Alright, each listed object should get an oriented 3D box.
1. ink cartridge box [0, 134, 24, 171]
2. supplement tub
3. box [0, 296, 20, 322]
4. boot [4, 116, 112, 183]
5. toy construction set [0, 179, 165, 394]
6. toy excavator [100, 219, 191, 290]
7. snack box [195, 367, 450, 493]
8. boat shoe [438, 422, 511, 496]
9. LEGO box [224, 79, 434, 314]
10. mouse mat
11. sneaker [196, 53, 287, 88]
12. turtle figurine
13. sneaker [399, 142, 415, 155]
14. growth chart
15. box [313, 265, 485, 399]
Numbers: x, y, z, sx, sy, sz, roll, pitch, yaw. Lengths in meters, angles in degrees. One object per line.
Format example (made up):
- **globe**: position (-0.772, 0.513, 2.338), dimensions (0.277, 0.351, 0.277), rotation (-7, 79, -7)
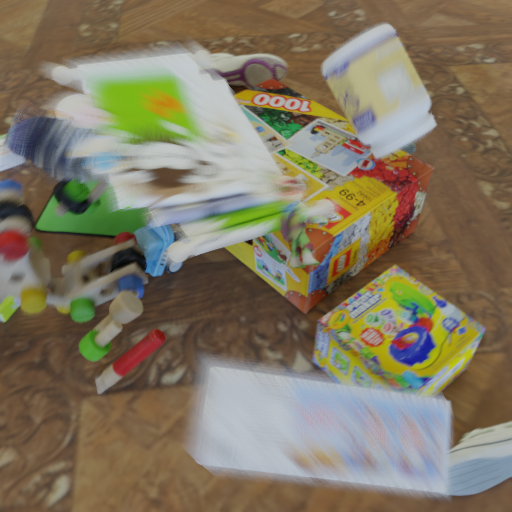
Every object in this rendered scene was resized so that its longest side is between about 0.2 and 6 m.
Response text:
- **ink cartridge box**: position (-5.392, -2.213, 11.968), dimensions (0.572, 0.330, 0.787), rotation (-27, 52, -24)
- **supplement tub**: position (1.952, -2.563, 8.852), dimensions (1.257, 1.257, 1.729), rotation (-33, 97, -28)
- **box**: position (-4.139, 0.550, 9.365), dimensions (0.654, 0.256, 1.073), rotation (17, 48, 15)
- **boot**: position (-2.767, -1.805, 9.315), dimensions (2.863, 1.293, 1.041), rotation (-4, 75, 27)
- **toy construction set**: position (-3.029, 0.667, 8.289), dimensions (3.118, 2.396, 2.600), rotation (55, 21, 14)
- **toy excavator**: position (-1.997, 0.039, 9.448), dimensions (1.456, 1.416, 0.727), rotation (-6, 39, -47)
- **snack box**: position (0.749, 1.828, 5.874), dimensions (2.652, 0.322, 0.953), rotation (10, 74, -10)
- **boat shoe**: position (2.958, 2.581, 7.270), dimensions (1.798, 0.661, 0.600), rotation (-7, 24, -12)
- **LEGO box**: position (0.563, -1.336, 10.256), dimensions (3.023, 1.566, 4.059), rotation (-33, 55, -28)
- **mouse mat**: position (-3.037, -0.995, 10.988), dimensions (2.183, 0.082, 1.757), rotation (4, 46, 6)
- **sneaker**: position (-0.492, -4.738, 13.979), dimensions (2.491, 0.933, 1.241), rotation (-5, 46, -5)
- **turtle figurine**: position (0.724, -0.295, 7.835), dimensions (0.671, 0.933, 0.904), rotation (-7, 81, 20)
- **sneaker**: position (2.795, -2.844, 12.356), dimensions (1.112, 0.945, 2.437), rotation (8, 49, -13)
- **growth chart**: position (-1.122, -1.697, 8.528), dimensions (3.002, 0.368, 4.148), rotation (-23, 66, -25)
- **box**: position (2.003, 1.302, 8.111), dimensions (1.694, 1.033, 1.631), rotation (-32, 53, -27)
